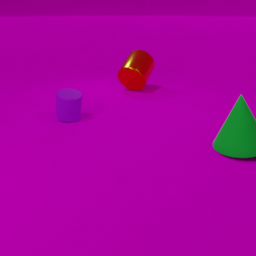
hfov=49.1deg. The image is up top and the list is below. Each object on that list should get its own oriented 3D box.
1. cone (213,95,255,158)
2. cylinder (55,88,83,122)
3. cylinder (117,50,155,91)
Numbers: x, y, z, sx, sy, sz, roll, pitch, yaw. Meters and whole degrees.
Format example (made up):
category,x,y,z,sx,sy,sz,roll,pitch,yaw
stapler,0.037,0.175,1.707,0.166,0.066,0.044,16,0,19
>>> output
category,x,y,z,sx,sy,sz,roll,pitch,yaw
cone,2.719,-0.171,6.758,1.317,1.322,1.317,-7,23,3
cylinder,-1.832,-0.709,8.660,0.786,0.786,0.786,8,32,-5
cylinder,0.349,-2.386,11.584,1.224,1.224,1.224,11,54,23
